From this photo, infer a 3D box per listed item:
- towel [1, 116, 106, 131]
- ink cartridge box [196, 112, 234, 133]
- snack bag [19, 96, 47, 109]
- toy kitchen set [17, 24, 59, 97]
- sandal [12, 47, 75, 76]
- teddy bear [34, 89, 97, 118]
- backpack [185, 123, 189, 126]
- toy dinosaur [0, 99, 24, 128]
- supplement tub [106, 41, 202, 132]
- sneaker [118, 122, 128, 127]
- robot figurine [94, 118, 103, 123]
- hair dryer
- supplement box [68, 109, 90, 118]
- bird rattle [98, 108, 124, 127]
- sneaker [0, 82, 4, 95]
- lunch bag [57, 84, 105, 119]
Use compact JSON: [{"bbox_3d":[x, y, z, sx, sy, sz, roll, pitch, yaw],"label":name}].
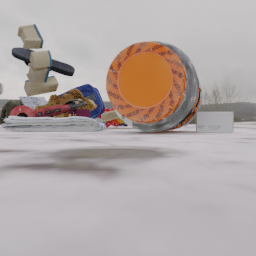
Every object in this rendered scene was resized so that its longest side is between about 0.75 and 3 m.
[{"bbox_3d":[-1.669,-0.103,7.281,2.090,0.339,2.846,1,1,-1],"label":"towel"},{"bbox_3d":[1.741,-0.115,5.605,0.689,0.396,0.950,0,1,18],"label":"ink cartridge box"},{"bbox_3d":[-3.777,-0.697,12.118,0.173,1.619,1.527,-37,-13,23],"label":"snack bag"},{"bbox_3d":[-3.442,-2.588,10.796,1.253,1.704,2.127,-17,-20,-35],"label":"toy kitchen set"},{"bbox_3d":[-3.656,-2.703,12.032,2.698,0.578,1.026,19,29,-19],"label":"sandal"},{"bbox_3d":[-2.459,-0.748,11.365,2.006,0.924,2.766,30,35,-5],"label":"teddy bear"},{"bbox_3d":[3.159,-0.842,18.195,1.711,1.796,1.384,-4,16,-26],"label":"backpack"},{"bbox_3d":[-4.754,-0.722,11.502,0.997,1.325,2.591,30,2,2],"label":"toy dinosaur"},{"bbox_3d":[0.619,-0.734,5.630,1.631,1.631,2.661,0,1,18],"label":"supplement tub"},{"bbox_3d":[-0.005,-0.388,16.614,0.998,0.525,1.381,-14,1,43],"label":"sneaker"},{"bbox_3d":[-2.905,-0.910,16.693,2.892,1.633,2.453,0,34,-7],"label":"robot figurine"},{"bbox_3d":[-2.633,-0.553,8.549,2.017,0.719,2.648,-18,10,21],"label":"hair dryer"},{"bbox_3d":[-1.667,-0.295,9.461,0.498,0.641,1.162,-1,1,-25],"label":"supplement box"},{"bbox_3d":[-0.329,-0.670,12.170,2.490,1.403,2.030,-2,2,25],"label":"bird rattle"},{"bbox_3d":[-4.646,-1.428,9.844,0.421,0.416,1.060,8,11,-33],"label":"sneaker"},{"bbox_3d":[-2.390,-1.017,13.178,2.401,1.631,1.589,-24,-2,4],"label":"lunch bag"}]
